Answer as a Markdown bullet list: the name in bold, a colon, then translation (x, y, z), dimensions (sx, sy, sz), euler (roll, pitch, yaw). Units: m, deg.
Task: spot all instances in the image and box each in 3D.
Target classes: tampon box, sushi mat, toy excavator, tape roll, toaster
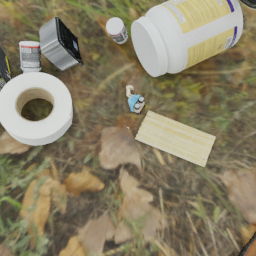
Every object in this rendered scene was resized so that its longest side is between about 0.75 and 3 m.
- **tampon box**: translation (-4.834, -1.710, 8.827), dimensions (1.964, 1.240, 1.472), euler (-16, 69, -6)
- **sushi mat**: translation (1.446, 0.292, 8.624), dimensions (2.289, 0.139, 1.095), euler (22, 71, 8)
- **toy excavator**: translation (0.169, -0.942, 9.010), dimensions (0.845, 0.422, 0.822), euler (25, 69, 19)
- **tape roll**: translation (-2.746, -0.573, 8.461), dimensions (2.148, 0.751, 2.148), euler (3, 70, -9)
- **toaster**: translation (-2.127, -2.626, 9.012), dimensions (0.798, 1.216, 1.344), euler (-24, 60, 17)

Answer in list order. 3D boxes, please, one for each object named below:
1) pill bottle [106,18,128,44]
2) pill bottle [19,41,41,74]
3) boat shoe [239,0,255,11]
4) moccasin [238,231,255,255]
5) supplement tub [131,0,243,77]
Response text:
- **pill bottle**: translation (-0.346, -3.263, 9.514), dimensions (0.588, 1.015, 0.588), euler (-1, 86, 11)
- **pill bottle**: translation (-3.102, -2.162, 8.943), dimensions (0.644, 1.112, 0.644), euler (5, 23, -2)
- **boat shoe**: translation (2.985, -4.303, 7.726), dimensions (0.903, 0.959, 2.670), euler (-6, 64, -36)
- **moccasin**: translation (3.295, 3.257, 7.230), dimensions (1.576, 0.576, 0.608), euler (-39, 64, -24)
- **supplement tub**: translation (1.801, -3.037, 8.883), dimensions (2.939, 2.137, 2.137), euler (-26, 70, -10)
